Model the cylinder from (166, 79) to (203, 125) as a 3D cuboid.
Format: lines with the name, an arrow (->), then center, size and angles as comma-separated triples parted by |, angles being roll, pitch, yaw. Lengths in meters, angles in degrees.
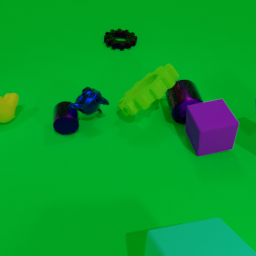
cylinder -> 1.713, -0.784, 8.446 | 0.997, 0.997, 0.997 | -4, 44, -4

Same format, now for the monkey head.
monkey head -> -1.039, -0.694, 8.166 | 0.955, 0.800, 1.327 | 36, 17, 32

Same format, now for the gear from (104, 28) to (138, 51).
gear -> -0.321, -3.870, 12.190 | 1.431, 0.265, 1.431 | 3, 46, -3

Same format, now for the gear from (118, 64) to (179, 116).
gear -> 0.584, -1.155, 8.406 | 1.970, 0.364, 1.970 | -36, 18, 13

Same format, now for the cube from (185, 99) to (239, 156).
cube -> 2.197, -0.014, 7.513 | 1.015, 1.015, 1.015 | -11, 45, -3

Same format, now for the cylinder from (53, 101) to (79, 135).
cylinder -> -1.795, -0.286, 8.122 | 0.725, 0.725, 0.725 | -7, 43, -7

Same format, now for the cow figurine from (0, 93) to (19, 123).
cow figurine -> -4.108, -0.388, 8.025 | 0.932, 1.697, 1.670 | 4, 79, 47

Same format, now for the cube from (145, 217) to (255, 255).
cube -> 1.079, 2.337, 4.084 | 1.336, 1.336, 1.336 | -3, 20, -20
